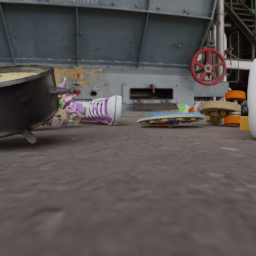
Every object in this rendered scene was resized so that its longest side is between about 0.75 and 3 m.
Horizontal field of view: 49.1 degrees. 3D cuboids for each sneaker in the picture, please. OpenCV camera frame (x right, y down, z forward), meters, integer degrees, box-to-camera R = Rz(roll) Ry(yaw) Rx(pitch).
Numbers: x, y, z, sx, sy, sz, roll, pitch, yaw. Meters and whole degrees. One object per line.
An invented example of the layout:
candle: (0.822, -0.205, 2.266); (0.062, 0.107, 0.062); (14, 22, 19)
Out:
sneaker: (-1.224, -0.618, 10.347); (1.585, 1.008, 2.780); (5, -8, -20)
sneaker: (-1.884, -0.635, 12.143); (2.871, 1.087, 1.320); (-7, 10, 10)

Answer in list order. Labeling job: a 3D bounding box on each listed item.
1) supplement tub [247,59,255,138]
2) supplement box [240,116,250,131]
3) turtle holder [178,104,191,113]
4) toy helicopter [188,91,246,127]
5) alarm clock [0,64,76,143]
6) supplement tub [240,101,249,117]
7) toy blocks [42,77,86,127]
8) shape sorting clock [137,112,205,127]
supplement tub: (3.357, -0.524, 4.656); (2.372, 1.565, 1.565); (1, 3, 32)
supplement box: (3.430, -0.097, 7.072); (0.403, 0.417, 1.212); (1, 0, -27)
turtle holder: (2.660, -0.688, 13.083); (0.797, 0.853, 1.123); (19, -2, 10)
toy helicopter: (3.087, -0.502, 10.148); (1.822, 1.087, 2.755); (3, -9, 12)
alarm clock: (-2.146, -0.479, 4.357); (1.800, 0.889, 2.669); (-22, 30, -38)
supplement tub: (5.051, -0.594, 10.637); (0.945, 0.945, 1.542); (-2, 5, -24)
toy blocks: (-2.038, -0.809, 8.729); (1.299, 1.094, 1.214); (-1, 48, -40)
shape sorting clock: (1.356, -0.235, 8.974); (2.136, 0.419, 2.136); (-3, 0, 0)
